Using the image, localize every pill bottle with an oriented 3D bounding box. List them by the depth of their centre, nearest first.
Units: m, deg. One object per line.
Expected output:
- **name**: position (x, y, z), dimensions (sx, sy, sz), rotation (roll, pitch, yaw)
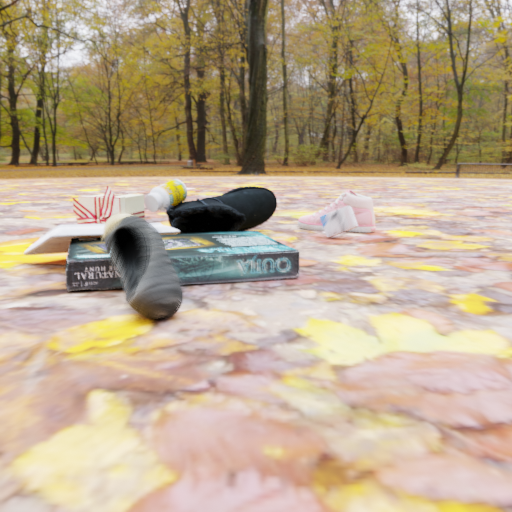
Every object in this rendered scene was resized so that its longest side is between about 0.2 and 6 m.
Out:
- **pill bottle**: position (-2.325, -1.517, 14.337), dimensions (0.634, 0.634, 1.124), rotation (6, 25, 31)

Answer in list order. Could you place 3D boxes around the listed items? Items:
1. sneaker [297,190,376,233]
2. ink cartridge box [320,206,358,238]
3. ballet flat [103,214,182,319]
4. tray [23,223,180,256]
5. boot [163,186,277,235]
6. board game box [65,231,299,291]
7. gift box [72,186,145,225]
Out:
- **sneaker**: position (2.231, -1.275, 15.604), dimensions (2.224, 1.163, 0.837), rotation (4, 13, 26)
- **ink cartridge box**: position (2.068, -0.855, 14.009), dimensions (0.781, 0.567, 0.327), rotation (-21, -6, 19)
- **ballet flat**: position (-1.690, -0.007, 7.850), dimensions (0.685, 0.802, 2.413), rotation (37, 7, -42)
- **tray**: position (-3.063, -0.379, 11.262), dimensions (2.773, 0.307, 1.489), rotation (-5, -11, -43)
- **boot**: position (-0.792, -1.022, 14.108), dimensions (3.219, 1.191, 2.638), rotation (-9, 10, -10)
- **board game box**: position (-1.423, 0.023, 10.214), dimensions (3.826, 0.539, 2.588), rotation (-3, 11, -15)
- **gift box**: position (-3.534, -0.989, 13.450), dimensions (1.309, 1.419, 1.325), rotation (-2, 11, 19)
